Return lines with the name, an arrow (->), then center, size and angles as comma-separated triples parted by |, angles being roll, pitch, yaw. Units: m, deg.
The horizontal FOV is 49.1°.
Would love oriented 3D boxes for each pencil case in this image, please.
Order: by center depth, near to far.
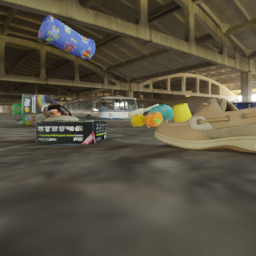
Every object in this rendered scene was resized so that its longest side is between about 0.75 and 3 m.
pencil case -> -2.400, -3.585, 11.250 | 2.348, 1.020, 0.916 | 19, -34, -42

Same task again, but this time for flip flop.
flip flop -> -2.438, -0.435, 9.548 | 1.152, 0.818, 2.842 | -1, 2, -29

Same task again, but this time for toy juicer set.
toy juicer set -> 0.892, -0.327, 10.038 | 1.793, 0.767, 2.819 | -18, 11, -15

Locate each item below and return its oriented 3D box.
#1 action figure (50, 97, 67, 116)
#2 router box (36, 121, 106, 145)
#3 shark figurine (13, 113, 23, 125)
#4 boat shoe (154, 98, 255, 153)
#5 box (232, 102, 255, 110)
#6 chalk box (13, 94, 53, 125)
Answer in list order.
action figure -> -3.261, -0.616, 12.621 | 0.844, 1.614, 1.561 | -42, -6, -1
router box -> -0.615, 0.042, 3.253 | 0.613, 0.254, 0.818 | 0, 1, 6
shark figurine -> -4.917, -0.570, 14.047 | 1.267, 0.885, 2.120 | 0, -1, 44
boat shoe -> 0.842, -0.035, 2.508 | 1.405, 0.453, 0.501 | 2, 2, 44
box -> 5.472, -0.681, 13.359 | 0.764, 1.083, 1.464 | -2, 2, -35
chalk box -> -4.470, -0.856, 13.278 | 1.793, 1.119, 1.111 | 0, -25, -15
